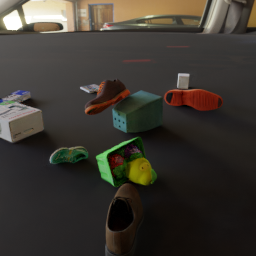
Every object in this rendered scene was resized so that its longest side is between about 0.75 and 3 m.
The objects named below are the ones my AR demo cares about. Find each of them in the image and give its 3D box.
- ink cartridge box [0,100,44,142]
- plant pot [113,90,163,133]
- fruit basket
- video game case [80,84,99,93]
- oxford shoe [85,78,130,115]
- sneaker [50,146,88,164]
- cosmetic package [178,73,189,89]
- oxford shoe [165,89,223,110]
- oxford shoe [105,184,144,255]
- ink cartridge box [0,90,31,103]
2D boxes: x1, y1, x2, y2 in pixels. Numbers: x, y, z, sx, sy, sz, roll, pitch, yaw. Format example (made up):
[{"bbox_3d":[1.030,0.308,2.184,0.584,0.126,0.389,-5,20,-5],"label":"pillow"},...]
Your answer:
[{"bbox_3d":[-4.734,-0.330,11.380,2.145,0.902,1.566,16,29,30],"label":"ink cartridge box"},{"bbox_3d":[0.342,-0.592,11.575,1.842,1.302,1.301,-23,33,-36],"label":"plant pot"},{"bbox_3d":[0.093,1.048,8.260,1.678,1.210,1.678,-13,12,3],"label":"fruit basket"},{"bbox_3d":[-2.167,-2.372,16.812,0.994,0.129,1.092,-18,31,-33],"label":"video game case"},{"bbox_3d":[-0.934,-1.246,10.808,0.950,0.969,2.670,-30,4,33],"label":"oxford shoe"},{"bbox_3d":[-1.922,0.923,9.205,1.270,0.492,0.506,-13,36,-26],"label":"sneaker"},{"bbox_3d":[3.391,-2.881,17.135,0.648,0.774,0.644,4,25,9],"label":"cosmetic package"},{"bbox_3d":[3.342,-1.545,13.998,2.842,1.012,1.031,13,23,26],"label":"oxford shoe"},{"bbox_3d":[-0.042,1.886,6.509,0.816,0.948,2.245,0,23,4],"label":"oxford shoe"},{"bbox_3d":[-5.958,-1.585,14.804,0.749,0.352,1.593,8,26,16],"label":"ink cartridge box"}]
